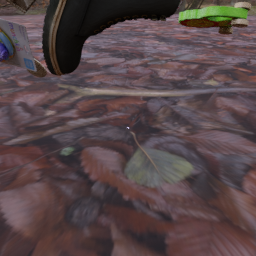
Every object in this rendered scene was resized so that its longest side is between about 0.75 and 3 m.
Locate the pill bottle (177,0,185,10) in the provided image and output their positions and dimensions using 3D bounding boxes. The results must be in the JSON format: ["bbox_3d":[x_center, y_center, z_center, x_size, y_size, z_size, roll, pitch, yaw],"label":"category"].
[{"bbox_3d":[1.775,-5.012,9.220,1.088,1.919,1.088,21,44,-22],"label":"pill bottle"}]

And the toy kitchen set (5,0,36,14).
[{"bbox_3d":[-1.728,-2.438,3.986,1.080,1.194,1.323,33,54,-20],"label":"toy kitchen set"}]

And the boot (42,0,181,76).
[{"bbox_3d":[-0.245,-1.787,4.627,2.005,2.899,1.123,17,52,-7],"label":"boot"}]

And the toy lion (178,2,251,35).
[{"bbox_3d":[2.087,-2.798,7.151,1.523,0.545,1.589,6,9,-1],"label":"toy lion"}]

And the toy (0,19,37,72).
[{"bbox_3d":[-2.960,-1.648,5.485,2.102,1.210,0.496,18,60,4],"label":"toy"}]

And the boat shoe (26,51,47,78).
[{"bbox_3d":[-2.616,-1.768,7.324,1.149,0.413,0.372,33,25,-39],"label":"boat shoe"}]
